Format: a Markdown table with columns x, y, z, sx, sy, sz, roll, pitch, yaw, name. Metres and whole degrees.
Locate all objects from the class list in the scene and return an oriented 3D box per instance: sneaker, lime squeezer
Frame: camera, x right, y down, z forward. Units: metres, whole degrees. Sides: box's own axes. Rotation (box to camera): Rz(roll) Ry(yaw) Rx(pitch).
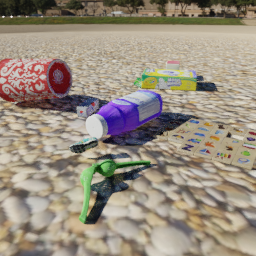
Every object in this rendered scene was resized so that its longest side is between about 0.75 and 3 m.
| x | y | z | sx | sy | sz | roll | pitch | yaw | name |
| --- | --- | --- | --- | --- | --- | --- | --- | --- | --- |
| -1.109 | 0.423 | 7.054 | 0.758 | 0.294 | 0.302 | -16 | 32 | -9 | sneaker |
| -0.445 | 1.014 | 6.011 | 0.868 | 0.464 | 2.459 | 14 | 26 | 30 | lime squeezer |

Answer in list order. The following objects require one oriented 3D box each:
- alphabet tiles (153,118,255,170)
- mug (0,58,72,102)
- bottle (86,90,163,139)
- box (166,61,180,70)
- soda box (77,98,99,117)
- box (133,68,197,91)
| x | y | z | sx | sy | sz | roll | pitch | yaw | name |
| --- | --- | --- | --- | --- | --- | --- | --- | --- | --- |
| 2.293 | 0.281 | 8.150 | 2.812 | 0.106 | 2.351 | 13 | 27 | 28 | alphabet tiles |
| -3.382 | -1.965 | 10.656 | 2.548 | 1.700 | 2.262 | 3 | 33 | 29 | mug |
| -0.070 | -0.454 | 8.766 | 1.202 | 0.939 | 2.877 | 16 | 28 | 36 | bottle |
| 2.397 | -3.095 | 15.041 | 0.717 | 0.841 | 1.316 | 4 | 24 | 9 | box |
| -1.442 | -0.759 | 10.213 | 0.394 | 0.366 | 1.154 | 7 | 24 | 15 | soda box |
| 1.803 | -2.405 | 13.654 | 2.942 | 0.711 | 1.726 | 2 | 23 | 9 | box |
